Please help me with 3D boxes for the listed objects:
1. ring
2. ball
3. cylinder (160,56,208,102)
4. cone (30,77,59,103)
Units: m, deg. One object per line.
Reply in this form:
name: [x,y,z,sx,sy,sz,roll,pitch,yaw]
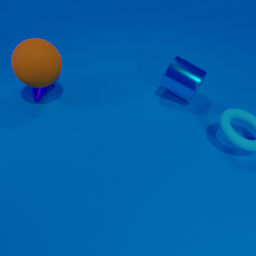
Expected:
ring: [2.673,0.020,6.489,1.193,0.239,1.193,10,49,-12]
ball: [-2.403,-1.708,7.419,1.270,1.270,1.270,0,39,0]
cylinder: [1.591,-1.396,8.018,0.988,0.988,0.988,32,47,10]
cone: [-2.657,-1.214,8.376,1.047,1.047,1.051,2,66,2]
